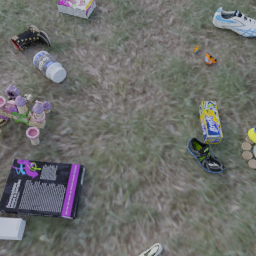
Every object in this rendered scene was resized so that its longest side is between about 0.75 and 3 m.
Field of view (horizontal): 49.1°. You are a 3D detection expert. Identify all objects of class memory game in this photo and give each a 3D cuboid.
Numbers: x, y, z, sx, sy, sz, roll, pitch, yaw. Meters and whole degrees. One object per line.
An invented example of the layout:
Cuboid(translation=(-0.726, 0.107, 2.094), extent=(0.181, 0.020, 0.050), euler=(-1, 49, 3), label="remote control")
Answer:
Cuboid(translation=(4.842, 0.887, 9.864), extent=(1.684, 0.107, 1.684), euler=(0, 59, 0), label="memory game")

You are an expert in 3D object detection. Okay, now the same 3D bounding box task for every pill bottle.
Cuboid(translation=(-3.192, -2.489, 11.483), extent=(0.768, 0.768, 1.349), euler=(-40, 66, -21), label="pill bottle")

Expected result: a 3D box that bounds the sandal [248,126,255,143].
Cuboid(translation=(5.442, -0.085, 9.865), extent=(2.294, 0.999, 0.912), euler=(-16, 54, -19), label="sandal")

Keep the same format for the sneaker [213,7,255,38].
Cuboid(translation=(5.173, -4.844, 12.822), extent=(2.481, 0.899, 0.892), euler=(18, 60, 9), label="sneaker")

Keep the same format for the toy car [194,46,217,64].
Cuboid(translation=(3.348, -3.117, 12.215), extent=(0.380, 0.560, 1.141), euler=(-55, 44, 19), label="toy car")

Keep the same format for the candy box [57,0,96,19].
Cuboid(translation=(-2.518, -6.036, 13.752), extent=(1.578, 0.481, 1.076), euler=(17, 60, 9), label="candy box")

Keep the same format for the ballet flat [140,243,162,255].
Cuboid(translation=(0.582, 3.678, 8.083), extent=(0.997, 0.358, 0.358), euler=(-37, 66, -19), label="ballet flat")

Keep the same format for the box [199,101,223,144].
Cuboid(translation=(3.020, -0.217, 10.286), extent=(0.549, 0.504, 1.566), euler=(0, 59, -1), label="box")

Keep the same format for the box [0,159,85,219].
Cuboid(translation=(-2.733, 1.938, 9.056), extent=(2.425, 0.438, 1.734), euler=(5, 59, 2), label="box")

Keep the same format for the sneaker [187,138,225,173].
Cuboid(translation=(2.624, 0.922, 9.537), extent=(0.538, 0.628, 1.516), euler=(-35, 65, -17), label="sneaker")

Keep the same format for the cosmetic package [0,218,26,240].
Cuboid(translation=(-3.693, 3.017, 8.403), extent=(1.048, 0.444, 0.564), euler=(0, 57, 2), label="cosmetic package")

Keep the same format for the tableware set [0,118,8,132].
Cuboid(translation=(-5.377, -0.501, 10.544), extent=(1.722, 0.345, 1.138), euler=(10, 59, 5), label="tableware set")

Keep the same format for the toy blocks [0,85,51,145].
Cuboid(translation=(-3.751, -0.738, 9.762), extent=(1.874, 1.688, 2.005), euler=(14, 59, -2), label="toy blocks")

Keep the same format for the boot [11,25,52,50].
Cuboid(translation=(-4.251, -3.847, 12.370), extent=(1.275, 0.620, 1.694), euler=(-38, 63, -21), label="boot")
